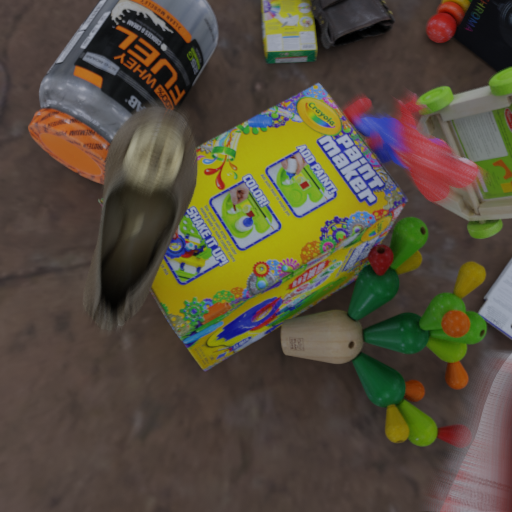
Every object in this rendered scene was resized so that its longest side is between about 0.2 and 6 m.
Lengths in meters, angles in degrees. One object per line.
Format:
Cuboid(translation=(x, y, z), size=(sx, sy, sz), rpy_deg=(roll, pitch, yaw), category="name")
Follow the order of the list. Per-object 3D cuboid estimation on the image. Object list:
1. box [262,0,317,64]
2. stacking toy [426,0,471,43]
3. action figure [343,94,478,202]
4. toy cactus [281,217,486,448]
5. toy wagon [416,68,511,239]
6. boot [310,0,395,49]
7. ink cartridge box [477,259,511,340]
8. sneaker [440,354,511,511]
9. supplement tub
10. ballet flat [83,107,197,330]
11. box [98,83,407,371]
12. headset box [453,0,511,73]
Cuboid(translation=(0.554, -4.101, 9.785), size=(0.892, 0.368, 1.520), rpy_deg=(-2, 73, -1), category="box")
Cuboid(translation=(3.578, -4.436, 9.771), size=(0.753, 0.753, 1.763), rpy_deg=(32, 81, 10), category="stacking toy")
Cuboid(translation=(1.516, -1.111, 5.622), size=(0.605, 2.340, 0.766), rpy_deg=(-27, 117, 4), category="action figure")
Cuboid(translation=(1.598, 1.141, 7.186), size=(2.574, 3.120, 1.595), rpy_deg=(-4, 26, 17), category="toy cactus")
Cuboid(translation=(2.863, -1.091, 6.016), size=(0.478, 2.415, 1.873), rpy_deg=(-49, 119, -33), category="toy wagon")
Cuboid(translation=(1.688, -4.891, 9.868), size=(2.664, 0.922, 2.319), rpy_deg=(-33, 85, -19), category="boot")
Cuboid(translation=(4.069, 0.773, 8.172), size=(1.328, 0.270, 1.330), rpy_deg=(38, 75, 12), category="ink cartridge box")
Cuboid(translation=(1.775, 1.932, 4.360), size=(0.990, 1.588, 2.964), rpy_deg=(31, 56, 0), category="sneaker")
Cuboid(translation=(-1.993, -2.701, 8.524), size=(1.841, 1.841, 3.005), rpy_deg=(24, 74, 8), category="supplement tub")
Cuboid(translation=(-1.039, -0.168, 4.703), size=(0.755, 2.242, 0.520), rpy_deg=(16, 35, -16), category="ballet flat")
Cuboid(translation=(-0.027, -0.152, 7.097), size=(2.772, 2.878, 1.756), rpy_deg=(-31, 74, -9), category="box")
Cuboid(translation=(4.813, -3.658, 8.583), size=(1.254, 2.354, 2.704), rpy_deg=(-42, 77, -14), category="headset box")
